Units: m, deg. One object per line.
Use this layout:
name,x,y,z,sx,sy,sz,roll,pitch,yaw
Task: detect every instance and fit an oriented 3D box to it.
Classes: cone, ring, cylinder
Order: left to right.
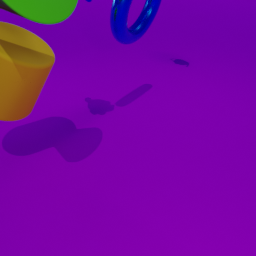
cone,-1.650,-1.915,3.655,1.434,1.429,1.429,-2,25,37
cylinder,-2.287,-1.063,5.357,1.362,1.362,1.362,26,32,-18
ring,0.244,-2.911,6.602,0.391,1.954,1.954,32,41,16

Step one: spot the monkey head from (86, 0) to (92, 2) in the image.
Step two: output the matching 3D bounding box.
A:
monkey head,-0.967,-2.972,4.874,0.839,1.392,1.001,-31,-2,41
